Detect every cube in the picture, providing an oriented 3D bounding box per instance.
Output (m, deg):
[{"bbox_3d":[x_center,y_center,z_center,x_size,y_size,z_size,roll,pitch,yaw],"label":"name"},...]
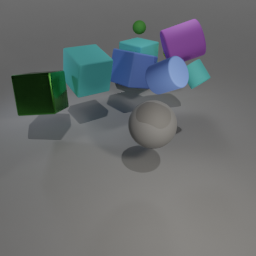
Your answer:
[{"bbox_3d":[-3.096,-1.279,10.070,1.400,1.400,1.400,-2,14,9],"label":"cube"},{"bbox_3d":[0.520,-3.546,13.813,1.400,1.400,1.400,25,38,34],"label":"cube"},{"bbox_3d":[-1.576,-2.226,10.802,1.400,1.400,1.400,-17,47,-30],"label":"cube"},{"bbox_3d":[0.200,-2.540,12.052,1.400,1.400,1.400,-4,21,-43],"label":"cube"}]

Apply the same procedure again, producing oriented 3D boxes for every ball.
[{"bbox_3d":[0.586,-5.221,14.528,0.700,0.700,0.700,0,32,0],"label":"ball"},{"bbox_3d":[0.708,-0.102,8.096,1.400,1.400,1.400,0,32,0],"label":"ball"}]

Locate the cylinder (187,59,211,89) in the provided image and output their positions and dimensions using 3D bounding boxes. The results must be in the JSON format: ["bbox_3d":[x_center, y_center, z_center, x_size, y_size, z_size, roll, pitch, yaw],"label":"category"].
[{"bbox_3d":[2.166,-1.724,8.985,0.700,0.700,0.700,-30,-1,-1],"label":"cylinder"}]

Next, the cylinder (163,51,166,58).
[{"bbox_3d":[2.178,-3.571,13.769,0.700,0.700,0.700,-21,44,23],"label":"cylinder"}]

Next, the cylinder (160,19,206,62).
[{"bbox_3d":[2.104,-3.289,10.833,1.400,1.400,1.400,-18,32,4],"label":"cylinder"}]

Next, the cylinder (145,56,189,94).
[{"bbox_3d":[0.870,-1.166,6.254,0.700,0.700,0.700,-11,16,47],"label":"cylinder"}]
